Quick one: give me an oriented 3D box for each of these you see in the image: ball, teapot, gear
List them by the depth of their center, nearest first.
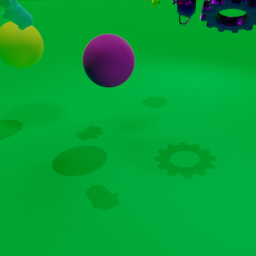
[{"bbox_3d":[2.595,-2.854,6.952,1.510,0.279,1.510,11,-7,1],"label":"gear"},{"bbox_3d":[-0.479,-1.667,7.015,1.308,1.308,1.308,0,27,0],"label":"ball"},{"bbox_3d":[-3.273,-2.509,8.478,1.374,1.374,1.374,0,27,0],"label":"ball"},{"bbox_3d":[2.116,-4.780,10.452,0.879,1.796,1.117,3,16,12],"label":"teapot"}]

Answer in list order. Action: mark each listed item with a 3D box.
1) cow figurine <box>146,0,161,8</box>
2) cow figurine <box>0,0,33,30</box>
[{"bbox_3d":[0.796,-3.009,5.594,0.534,0.956,0.972,26,-20,-36],"label":"cow figurine"},{"bbox_3d":[-2.487,-2.612,6.256,0.907,0.498,0.892,32,-16,-38],"label":"cow figurine"}]
